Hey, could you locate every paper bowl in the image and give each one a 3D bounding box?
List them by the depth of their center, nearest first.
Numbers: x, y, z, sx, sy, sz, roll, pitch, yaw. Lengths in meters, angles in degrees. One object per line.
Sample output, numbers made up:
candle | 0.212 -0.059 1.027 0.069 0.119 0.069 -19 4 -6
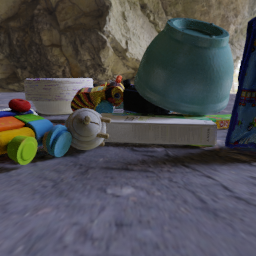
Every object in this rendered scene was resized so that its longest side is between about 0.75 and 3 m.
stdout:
paper bowl | -2.994 -1.431 12.328 2.926 1.522 2.926 0 9 0

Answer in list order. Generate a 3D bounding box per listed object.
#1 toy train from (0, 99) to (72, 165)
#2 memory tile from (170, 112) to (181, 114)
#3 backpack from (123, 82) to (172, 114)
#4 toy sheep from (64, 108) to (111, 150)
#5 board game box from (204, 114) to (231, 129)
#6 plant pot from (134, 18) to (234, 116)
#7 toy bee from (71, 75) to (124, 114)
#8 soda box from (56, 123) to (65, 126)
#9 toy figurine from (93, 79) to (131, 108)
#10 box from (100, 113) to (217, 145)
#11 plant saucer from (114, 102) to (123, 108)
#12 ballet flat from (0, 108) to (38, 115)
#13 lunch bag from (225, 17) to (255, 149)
toy train | -2.041 0.205 4.362 1.338 0.978 2.312 19 16 22
memory tile | 1.756 -0.596 11.216 0.909 0.076 0.697 5 25 31
backpack | 0.920 -0.875 9.436 1.835 1.235 1.676 -10 20 -41
toy sheep | -0.800 0.019 5.368 0.885 0.885 1.283 -3 -22 -16
board game box | 3.083 -0.223 8.562 2.435 0.365 1.163 0 8 -15
plant pot | 1.627 -1.818 7.484 2.701 1.810 2.701 6 36 -5
toy bee | -0.682 -1.197 9.917 2.661 1.447 1.742 -5 31 -16
soda box | -1.517 0.081 6.704 0.276 0.304 0.869 -4 9 -22
toy figurine | -0.785 -1.580 13.577 1.892 1.316 1.863 -19 18 -33
box | 0.561 -0.048 6.856 2.800 0.509 2.021 3 9 5
plant saucer | -0.384 -1.251 15.177 1.619 0.291 1.619 0 9 0
ballet flat | -3.201 -0.252 8.114 0.645 0.645 1.796 3 10 21
lunch bag | 3.106 -0.923 5.419 2.014 2.675 1.258 -5 10 -28
